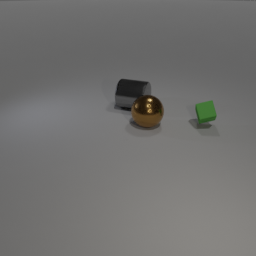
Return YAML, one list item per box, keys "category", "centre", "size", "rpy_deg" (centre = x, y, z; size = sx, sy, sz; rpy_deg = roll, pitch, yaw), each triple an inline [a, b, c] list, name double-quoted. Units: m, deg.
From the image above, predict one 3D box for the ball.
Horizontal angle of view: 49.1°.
- category: "ball"
  centre: [0.827, -0.708, 11.890]
  size: [1.400, 1.400, 1.400]
  rpy_deg: [0, 28, 0]

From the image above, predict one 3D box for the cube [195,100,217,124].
- category: "cube"
  centre: [3.246, -0.659, 11.715]
  size: [0.700, 0.700, 0.700]
  rpy_deg: [-13, -16, 9]

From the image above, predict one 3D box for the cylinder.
- category: "cylinder"
  centre: [0.266, -1.611, 13.513]
  size: [1.400, 1.400, 1.400]
  rpy_deg: [10, 30, 18]
